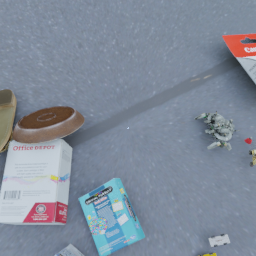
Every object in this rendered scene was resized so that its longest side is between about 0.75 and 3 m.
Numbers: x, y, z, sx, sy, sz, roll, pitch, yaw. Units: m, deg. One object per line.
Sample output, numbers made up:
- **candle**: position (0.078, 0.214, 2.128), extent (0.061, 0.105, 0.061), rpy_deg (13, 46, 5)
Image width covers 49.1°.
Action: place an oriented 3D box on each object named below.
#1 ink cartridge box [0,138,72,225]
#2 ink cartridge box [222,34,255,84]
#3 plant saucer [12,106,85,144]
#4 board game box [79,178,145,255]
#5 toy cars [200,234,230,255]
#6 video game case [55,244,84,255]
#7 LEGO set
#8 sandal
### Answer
- **ink cartridge box**: position (-2.486, 1.479, 7.714), extent (1.611, 0.915, 2.211), rpy_deg (-3, 67, 10)
- **ink cartridge box**: position (4.686, -2.251, 9.034), extent (2.249, 0.664, 2.810), rpy_deg (-12, 64, -25)
- **plant saucer**: position (-2.306, -0.183, 8.065), extent (2.076, 0.358, 2.076), rpy_deg (-7, 26, 3)
- **board game box**: position (-0.460, 2.372, 7.466), extent (1.259, 0.391, 1.668), rpy_deg (-32, 69, 17)
- **toy cars**: position (2.265, 3.209, 7.400), extent (0.481, 0.238, 1.073), rpy_deg (33, 87, 29)
- **video game case**: position (-1.040, 3.538, 6.667), extent (1.616, 1.465, 0.367), rpy_deg (37, 79, 10)
- **LEGO set**: position (3.045, 0.140, 8.313), extent (2.243, 0.636, 1.456), rpy_deg (21, 51, 9)
- **sandal**: position (-3.772, 0.175, 8.388), extent (1.140, 1.023, 3.109), rpy_deg (-10, 46, 3)
